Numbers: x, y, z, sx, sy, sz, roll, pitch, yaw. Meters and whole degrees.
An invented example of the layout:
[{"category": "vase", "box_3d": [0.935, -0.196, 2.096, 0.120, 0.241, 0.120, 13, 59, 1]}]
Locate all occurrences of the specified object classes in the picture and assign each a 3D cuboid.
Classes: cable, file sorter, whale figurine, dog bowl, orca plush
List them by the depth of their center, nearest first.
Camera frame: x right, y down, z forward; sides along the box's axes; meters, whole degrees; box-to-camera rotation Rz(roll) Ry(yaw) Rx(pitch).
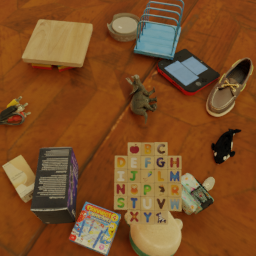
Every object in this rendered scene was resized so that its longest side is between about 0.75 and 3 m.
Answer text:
[{"category": "whale figurine", "box_3d": [0.690, 2.763, 8.037, 1.712, 1.116, 2.151, 10, 34, -10]}, {"category": "orca plush", "box_3d": [3.445, 0.507, 9.621, 1.577, 0.561, 0.830, -39, 65, -22]}, {"category": "cable", "box_3d": [-4.648, -0.259, 10.332, 2.168, 0.546, 1.053, -31, 79, -5]}, {"category": "file sorter", "box_3d": [1.380, -4.374, 12.023, 1.692, 1.496, 2.438, 12, 51, 9]}, {"category": "dog bowl", "box_3d": [-0.154, -4.632, 12.965, 1.599, 0.469, 1.599, 0, 57, 0]}]

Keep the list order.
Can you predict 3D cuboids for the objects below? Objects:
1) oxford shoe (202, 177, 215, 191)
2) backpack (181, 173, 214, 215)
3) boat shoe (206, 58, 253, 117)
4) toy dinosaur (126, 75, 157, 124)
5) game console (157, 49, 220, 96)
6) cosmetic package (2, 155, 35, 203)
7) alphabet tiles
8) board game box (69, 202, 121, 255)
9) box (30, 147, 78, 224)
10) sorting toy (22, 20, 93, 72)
[{"category": "oxford shoe", "box_3d": [2.498, 1.864, 8.953, 0.825, 0.238, 0.310, -37, 62, -22]}, {"category": "backpack", "box_3d": [1.860, 1.977, 8.404, 0.877, 1.006, 1.145, -26, 67, -10]}, {"category": "boat shoe", "box_3d": [3.954, -1.628, 10.809, 1.032, 0.855, 2.872, 34, 63, 19]}, {"category": "toy dinosaur", "box_3d": [0.523, -0.953, 10.558, 1.104, 0.831, 2.158, -5, 63, 12]}, {"category": "game console", "box_3d": [2.466, -2.371, 11.608, 1.875, 0.329, 2.120, -34, 64, -19]}, {"category": "cosmetic package", "box_3d": [-3.357, 1.604, 8.968, 0.713, 0.482, 1.355, -35, 64, -20]}, {"category": "alphabet tiles", "box_3d": [0.429, 1.204, 6.167, 1.484, 0.056, 1.783, 0, 84, 8]}, {"category": "board game box", "box_3d": [-0.939, 2.928, 8.208, 1.178, 0.329, 1.153, 17, 59, 11]}, {"category": "box", "box_3d": [-2.103, 1.720, 8.349, 0.998, 1.416, 1.914, -2, 59, -2]}, {"category": "sorting toy", "box_3d": [-2.872, -3.427, 11.966, 2.414, 0.845, 2.429, 6, 58, 3]}]
